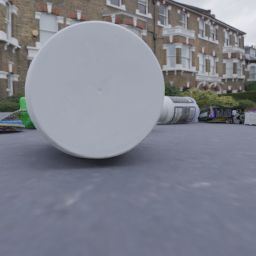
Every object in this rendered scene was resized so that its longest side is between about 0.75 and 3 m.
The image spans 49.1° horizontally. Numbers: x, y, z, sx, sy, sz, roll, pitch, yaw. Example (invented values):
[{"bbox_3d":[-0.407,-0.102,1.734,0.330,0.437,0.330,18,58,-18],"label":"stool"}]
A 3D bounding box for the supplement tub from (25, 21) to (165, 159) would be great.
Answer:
[{"bbox_3d":[-0.688,-0.598,5.112,2.079,2.079,2.963,-1,4,-13],"label":"supplement tub"}]

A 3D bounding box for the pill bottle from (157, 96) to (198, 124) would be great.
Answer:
[{"bbox_3d":[2.161,-0.884,13.861,2.377,1.352,1.352,-2,5,-34],"label":"pill bottle"}]

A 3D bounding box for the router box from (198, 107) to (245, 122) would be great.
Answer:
[{"bbox_3d":[4.935,-0.707,15.102,1.759,0.584,2.237,0,-3,-2],"label":"router box"}]

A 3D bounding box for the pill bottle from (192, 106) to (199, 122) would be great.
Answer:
[{"bbox_3d":[3.069,-0.918,16.107,1.114,1.114,2.010,-2,5,-25],"label":"pill bottle"}]

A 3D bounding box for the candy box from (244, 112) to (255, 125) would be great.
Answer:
[{"bbox_3d":[6.430,-0.405,12.324,1.419,0.635,2.081,-1,5,-21],"label":"candy box"}]

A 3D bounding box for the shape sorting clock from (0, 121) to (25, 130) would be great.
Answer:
[{"bbox_3d":[-4.308,-0.028,9.245,1.696,0.333,1.696,-3,0,0],"label":"shape sorting clock"}]

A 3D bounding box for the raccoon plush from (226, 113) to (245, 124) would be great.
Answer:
[{"bbox_3d":[5.571,-0.437,13.877,0.778,0.562,1.161,7,1,-21],"label":"raccoon plush"}]

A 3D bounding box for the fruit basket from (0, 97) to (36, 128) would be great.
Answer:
[{"bbox_3d":[-3.661,-0.491,11.691,2.588,1.310,2.795,-6,-9,-39],"label":"fruit basket"}]
